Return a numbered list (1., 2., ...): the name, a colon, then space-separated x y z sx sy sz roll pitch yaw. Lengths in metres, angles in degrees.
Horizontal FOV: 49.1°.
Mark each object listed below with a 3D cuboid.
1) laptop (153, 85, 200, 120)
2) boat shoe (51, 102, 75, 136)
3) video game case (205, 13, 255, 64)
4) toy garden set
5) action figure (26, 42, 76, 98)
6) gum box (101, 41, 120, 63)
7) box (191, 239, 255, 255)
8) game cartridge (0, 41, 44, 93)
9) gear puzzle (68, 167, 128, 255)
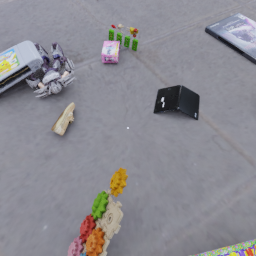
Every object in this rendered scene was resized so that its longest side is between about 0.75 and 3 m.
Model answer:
1. laptop: 1.675 -0.827 9.555 1.341 0.692 1.188 -9 46 27
2. boat shoe: -1.970 -0.285 8.930 0.425 0.469 1.316 37 47 -15
3. video game case: 5.075 -3.866 11.896 2.109 0.280 2.952 -28 55 -21
4. toy garden set: -0.142 -3.714 11.116 1.264 1.054 0.252 24 65 6
5. action figure: -2.763 -2.086 9.990 1.729 0.922 2.657 -18 49 -3
6. gum box: -0.673 -2.994 11.055 0.632 0.368 1.113 1 46 3
7. box: 2.297 3.380 5.393 2.002 1.221 1.928 -10 52 -9
8. game cartridge: -4.266 -2.037 9.741 2.577 0.522 1.718 -34 45 -4
9. gear puzzle: -0.628 1.930 5.776 2.451 0.321 1.269 -63 26 2
